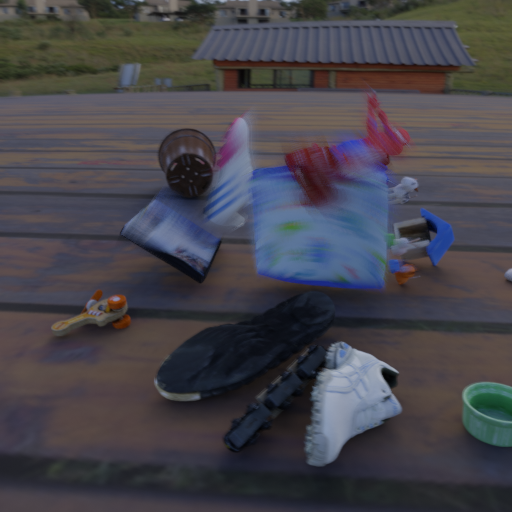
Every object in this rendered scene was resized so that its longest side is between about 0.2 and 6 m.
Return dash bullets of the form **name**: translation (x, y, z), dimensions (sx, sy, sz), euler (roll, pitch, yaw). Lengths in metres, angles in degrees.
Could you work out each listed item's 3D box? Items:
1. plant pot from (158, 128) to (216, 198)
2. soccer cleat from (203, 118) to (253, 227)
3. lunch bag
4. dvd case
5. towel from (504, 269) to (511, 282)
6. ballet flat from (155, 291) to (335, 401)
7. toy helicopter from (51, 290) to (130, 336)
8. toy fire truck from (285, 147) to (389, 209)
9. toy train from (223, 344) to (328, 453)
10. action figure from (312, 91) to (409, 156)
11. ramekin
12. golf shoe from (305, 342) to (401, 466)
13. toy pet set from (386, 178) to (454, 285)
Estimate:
- **plant pot**: translation (-1.945, -2.578, 15.972), dimensions (1.720, 1.720, 1.702), euler (-3, 28, -8)
- **soccer cleat**: translation (-0.342, -1.598, 11.160), dimensions (0.979, 2.267, 0.792), euler (18, 32, -1)
- **lunch bag**: translation (1.056, -0.541, 9.448), dimensions (2.232, 1.898, 1.422), euler (0, 19, 10)
- **dvd case**: translation (-1.520, -0.337, 10.640), dimensions (1.648, 0.203, 2.310), euler (32, 16, -6)
- **towel**: translation (5.242, 0.348, 10.182), dimensions (1.238, 0.213, 0.820), euler (-13, 24, -31)
- **ballet flat**: translation (-0.036, 1.270, 7.449), dimensions (2.802, 0.796, 0.931), euler (-20, 55, -31)
- **toy helicopter**: translation (-2.537, 0.892, 8.496), dimensions (1.167, 0.460, 0.771), euler (-22, 32, -28)
- **toy fire truck**: translation (1.002, -1.111, 7.193), dimensions (1.022, 0.683, 1.217), euler (-21, 16, -13)
- **toy train**: translation (0.293, 1.620, 6.570), dimensions (0.352, 0.473, 2.064), euler (46, 39, 11)
- **action figure**: translation (2.402, -2.856, 12.748), dimensions (0.923, 1.400, 2.829), euler (-4, 7, -30)
- **ramekin**: translation (2.680, 1.776, 6.251), dimensions (0.752, 0.367, 0.752), euler (0, 21, 0)
- **golf shoe**: translation (1.121, 1.617, 6.213), dimensions (0.964, 0.776, 1.983), euler (12, 25, 15)
- **toy pet set**: translation (3.032, -0.412, 10.278), dimensions (1.031, 1.942, 1.813), euler (-11, -25, 22)
